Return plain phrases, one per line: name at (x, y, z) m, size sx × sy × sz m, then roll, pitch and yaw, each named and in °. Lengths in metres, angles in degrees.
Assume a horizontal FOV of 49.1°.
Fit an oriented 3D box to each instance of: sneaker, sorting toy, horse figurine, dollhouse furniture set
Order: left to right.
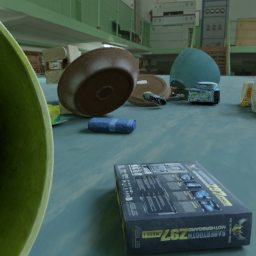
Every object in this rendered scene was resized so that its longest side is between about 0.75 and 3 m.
dollhouse furniture set at (-1.629, -1.716, 9.790) m, size 1.526 × 2.298 × 2.014 m, roll -2°, pitch 10°, yaw 20°
sneaker at (1.094, -1.162, 11.172) m, size 1.083 × 0.400 × 0.438 m, roll 14°, pitch 2°, yaw -23°
horse figurine at (1.619, -1.646, 13.442) m, size 2.825 × 0.705 × 1.872 m, roll -12°, pitch 14°, yaw -36°
sorting toy at (5.722, -1.311, 11.684) m, size 1.786 × 1.060 × 1.984 m, roll 12°, pitch 14°, yaw 16°

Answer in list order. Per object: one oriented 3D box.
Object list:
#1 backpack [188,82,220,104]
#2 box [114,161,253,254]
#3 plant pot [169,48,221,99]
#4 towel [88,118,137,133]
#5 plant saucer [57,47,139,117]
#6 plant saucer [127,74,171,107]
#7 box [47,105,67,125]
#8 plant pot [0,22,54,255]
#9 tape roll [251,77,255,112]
backpack at (3.408, -1.571, 12.565) m, size 1.338 × 0.984 × 1.225 m, roll 1°, pitch 9°, yaw 22°
box at (0.492, 0.823, 3.334) m, size 1.237 × 0.400 × 1.569 m, roll -3°, pitch 13°, yaw -7°
plant pot at (3.132, -2.502, 14.351) m, size 1.729 × 2.567 × 2.567 m, roll -45°, pitch 33°, yaw -20°
towel at (-0.415, -0.060, 7.466) m, size 1.233 × 0.299 × 0.689 m, roll 3°, pitch 14°, yaw 9°
plant saucer at (-0.791, -1.221, 8.714) m, size 2.731 × 2.731 × 0.499 m, roll -8°, pitch 52°, yaw -31°
plant saucer at (0.809, -1.751, 12.451) m, size 2.187 × 0.322 × 2.187 m, roll -3°, pitch 44°, yaw 2°
box at (-3.118, -0.344, 8.094) m, size 2.467 × 0.597 × 1.447 m, roll 7°, pitch 15°, yaw 20°
plant pot at (-2.117, 0.253, 2.392) m, size 2.430 × 2.430 × 2.597 m, roll -6°, pitch -1°, yaw -26°
tape roll at (5.115, -1.232, 9.975) m, size 1.008 × 1.468 × 1.468 m, roll 11°, pitch 17°, yaw 37°
